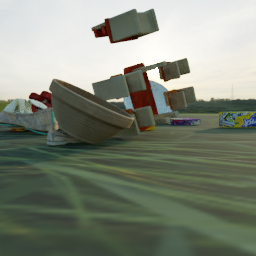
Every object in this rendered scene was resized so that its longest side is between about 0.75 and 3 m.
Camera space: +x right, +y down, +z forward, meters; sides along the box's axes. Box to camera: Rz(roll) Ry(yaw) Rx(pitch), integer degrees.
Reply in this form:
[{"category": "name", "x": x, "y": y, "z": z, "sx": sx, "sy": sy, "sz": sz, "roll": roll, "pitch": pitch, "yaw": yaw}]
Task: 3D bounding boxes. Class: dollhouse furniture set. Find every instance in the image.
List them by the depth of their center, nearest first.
[{"category": "dollhouse furniture set", "x": 0.229, "y": -1.420, "z": 7.358, "sx": 1.533, "sy": 2.943, "sz": 2.976, "roll": -6, "pitch": 15, "yaw": 41}]

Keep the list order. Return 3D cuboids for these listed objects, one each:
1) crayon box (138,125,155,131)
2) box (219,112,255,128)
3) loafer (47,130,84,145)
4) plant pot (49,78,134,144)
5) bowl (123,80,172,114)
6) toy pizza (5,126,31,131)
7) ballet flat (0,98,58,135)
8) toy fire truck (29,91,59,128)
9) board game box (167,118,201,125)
[{"category": "crayon box", "x": 0.395, "y": -0.062, "z": 8.863, "sx": 0.636, "sy": 0.255, "sz": 1.002, "roll": -3, "pitch": 4, "yaw": -36}, {"category": "box", "x": 4.167, "y": -0.305, "z": 10.117, "sx": 1.640, "sy": 0.574, "sz": 0.527, "roll": 0, "pitch": 4, "yaw": 0}, {"category": "loafer", "x": -1.145, "y": 0.150, "z": 5.335, "sx": 0.331, "sy": 0.289, "sz": 0.921, "roll": 2, "pitch": 4, "yaw": 32}, {"category": "plant pot", "x": -0.781, "y": -0.224, "z": 5.302, "sx": 1.681, "sy": 0.776, "sz": 1.681, "roll": 26, "pitch": 7, "yaw": -4}, {"category": "bowl", "x": 0.828, "y": -1.002, "z": 12.655, "sx": 2.291, "sy": 2.291, "sz": 1.030, "roll": -1, "pitch": -31, "yaw": -12}, {"category": "toy pizza", "x": -3.153, "y": -0.017, "z": 8.693, "sx": 1.212, "sy": 0.192, "sz": 1.212, "roll": -2, "pitch": 4, "yaw": 0}, {"category": "ballet flat", "x": -2.837, "y": -0.402, "z": 7.828, "sx": 2.474, "sy": 0.832, "sz": 0.842, "roll": 9, "pitch": 11, "yaw": 31}, {"category": "toy fire truck", "x": -2.718, "y": -0.420, "z": 9.242, "sx": 1.665, "sy": 0.933, "sz": 1.398, "roll": 2, "pitch": -34, "yaw": 43}, {"category": "board game box", "x": 2.325, "y": -0.304, "z": 12.613, "sx": 1.207, "sy": 0.325, "sz": 2.011, "roll": 4, "pitch": 3, "yaw": -8}]
